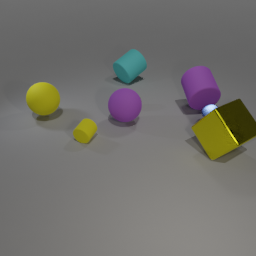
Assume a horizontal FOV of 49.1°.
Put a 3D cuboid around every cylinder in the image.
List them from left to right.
[{"bbox_3d":[-1.629,0.110,10.676,0.700,0.700,0.700,12,41,19],"label":"cylinder"},{"bbox_3d":[0.104,-3.478,15.790,1.400,1.400,1.400,-42,46,-19],"label":"cylinder"},{"bbox_3d":[3.183,-1.759,12.342,1.400,1.400,1.400,-4,53,-7],"label":"cylinder"},{"bbox_3d":[3.447,-0.488,11.559,0.700,0.700,0.700,-12,51,15],"label":"cylinder"}]

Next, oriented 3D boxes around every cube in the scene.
[{"bbox_3d":[3.360,0.059,9.634,1.400,1.400,1.400,-21,74,-31],"label":"cube"}]

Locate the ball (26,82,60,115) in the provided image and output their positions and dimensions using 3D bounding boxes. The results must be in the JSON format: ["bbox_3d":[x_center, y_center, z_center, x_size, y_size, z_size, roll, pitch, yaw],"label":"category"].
[{"bbox_3d":[-3.616,-1.246,11.973,1.400,1.400,1.400,0,30,0],"label":"ball"}]

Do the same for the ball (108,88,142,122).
[{"bbox_3d":[-0.127,-0.946,11.594,1.400,1.400,1.400,0,30,0],"label":"ball"}]
